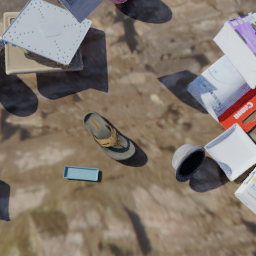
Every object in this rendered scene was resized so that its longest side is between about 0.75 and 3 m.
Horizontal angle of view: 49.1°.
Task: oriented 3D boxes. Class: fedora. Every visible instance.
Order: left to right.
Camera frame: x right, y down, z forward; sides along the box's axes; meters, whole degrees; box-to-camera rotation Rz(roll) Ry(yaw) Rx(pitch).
[{"bbox_3d":[1.662,0.925,8.090,0.541,1.060,1.198,43,106,44],"label":"fedora"}]

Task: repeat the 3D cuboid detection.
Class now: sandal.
[{"bbox_3d":[-0.613,0.201,8.400,0.821,0.548,2.009,-40,77,-11],"label":"sandal"}]

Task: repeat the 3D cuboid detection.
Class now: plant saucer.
[{"bbox_3d":[-1.389,1.344,8.299,1.009,0.096,0.353,5,73,2],"label":"plant saucer"}]

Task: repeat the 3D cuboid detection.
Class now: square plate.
[{"bbox_3d":[3.168,0.713,8.401,1.276,0.181,1.264,-35,78,-5],"label":"square plate"}]

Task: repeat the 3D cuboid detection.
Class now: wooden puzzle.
[{"bbox_3d":[-2.799,-2.834,9.268,2.366,0.476,2.558,-6,68,-12],"label":"wooden puzzle"}]

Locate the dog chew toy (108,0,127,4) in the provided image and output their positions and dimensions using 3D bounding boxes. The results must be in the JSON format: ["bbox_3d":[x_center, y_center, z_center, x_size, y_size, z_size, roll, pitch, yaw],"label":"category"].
[{"bbox_3d":[-0.600,-5.304,9.762,1.217,1.217,1.954,-29,70,-8],"label":"dog chew toy"}]

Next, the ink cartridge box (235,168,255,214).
[{"bbox_3d":[3.881,1.707,7.924,0.993,0.598,1.367,43,79,11],"label":"ink cartridge box"}]

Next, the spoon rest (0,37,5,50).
[{"bbox_3d":[-4.363,-2.031,8.918,0.707,1.160,2.334,1,57,22],"label":"spoon rest"}]

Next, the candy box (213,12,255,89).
[{"bbox_3d":[4.292,-2.609,8.769,2.431,0.870,2.040,-25,74,-24],"label":"candy box"}]

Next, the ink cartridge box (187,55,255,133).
[{"bbox_3d":[3.298,-1.045,8.788,1.817,0.537,2.270,-39,76,-10],"label":"ink cartridge box"}]

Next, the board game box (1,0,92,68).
[{"bbox_3d":[-2.538,-3.101,9.051,2.157,0.279,2.158,21,59,-3],"label":"board game box"}]

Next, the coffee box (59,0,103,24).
[{"bbox_3d":[-1.352,-3.482,7.264,0.879,0.880,0.870,-41,55,8],"label":"coffee box"}]
